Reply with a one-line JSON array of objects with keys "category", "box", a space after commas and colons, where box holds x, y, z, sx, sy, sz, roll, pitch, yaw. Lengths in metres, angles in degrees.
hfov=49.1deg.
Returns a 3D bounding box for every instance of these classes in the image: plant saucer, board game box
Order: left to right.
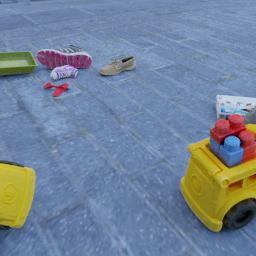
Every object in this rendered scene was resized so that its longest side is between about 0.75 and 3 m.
[{"category": "plant saucer", "box": [-6.101, -3.377, 14.754, 2.270, 0.544, 2.273, -10, 36, -23]}, {"category": "board game box", "box": [4.811, -0.716, 11.254, 2.416, 0.418, 1.525, 7, 36, 9]}]

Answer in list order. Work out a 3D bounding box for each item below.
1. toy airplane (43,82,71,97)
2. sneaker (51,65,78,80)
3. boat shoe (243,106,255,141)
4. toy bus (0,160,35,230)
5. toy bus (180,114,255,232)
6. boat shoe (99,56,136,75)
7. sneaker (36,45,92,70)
[{"category": "toy airplane", "box": [-3.334, -1.909, 13.080, 1.383, 0.254, 1.383, 1, 34, 0]}, {"category": "sneaker", "box": [-3.130, -2.740, 14.026, 0.848, 0.539, 1.487, 22, 41, 23]}, {"category": "boat shoe", "box": [4.481, -0.132, 10.061, 2.315, 0.849, 0.862, -40, 76, -15]}, {"category": "toy bus", "box": [-3.709, 1.387, 6.315, 2.350, 2.256, 1.595, 1, 71, 17]}, {"category": "toy bus", "box": [2.866, 0.821, 7.069, 2.806, 2.694, 1.904, -17, 36, -15]}, {"category": "boat shoe", "box": [-0.557, -3.298, 14.648, 2.138, 0.690, 0.762, -22, 41, -28]}, {"category": "sneaker", "box": [-3.406, -3.871, 15.180, 2.913, 1.074, 1.274, 0, 35, -7]}]
